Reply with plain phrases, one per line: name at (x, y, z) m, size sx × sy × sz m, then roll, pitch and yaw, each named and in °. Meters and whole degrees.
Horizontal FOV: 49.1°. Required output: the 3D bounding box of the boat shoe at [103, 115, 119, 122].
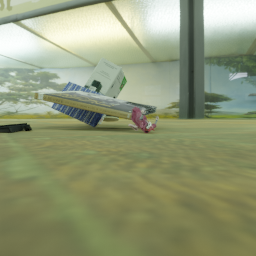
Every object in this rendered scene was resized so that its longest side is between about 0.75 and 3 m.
boat shoe at (-1.135, -0.548, 11.408) m, size 1.625 × 0.509 × 0.595 m, roll 4°, pitch -18°, yaw 16°

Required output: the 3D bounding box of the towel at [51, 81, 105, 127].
towel at (-1.495, -0.783, 9.116) m, size 1.626 × 1.178 × 0.194 m, roll 24°, pitch -25°, yaw 10°

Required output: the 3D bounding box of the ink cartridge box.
ink cartridge box at (-0.999, -1.271, 10.300) m, size 0.865 × 2.083 × 1.527 m, roll 31°, pitch -4°, yaw 11°

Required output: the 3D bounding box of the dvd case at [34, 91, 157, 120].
dvd case at (-0.788, -0.697, 7.662) m, size 2.747 × 0.219 × 2.043 m, roll 13°, pitch 13°, yaw 20°

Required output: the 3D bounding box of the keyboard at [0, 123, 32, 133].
keyboard at (-2.654, -0.014, 6.494) m, size 0.891 × 0.190 × 1.484 m, roll 0°, pitch 3°, yaw -4°

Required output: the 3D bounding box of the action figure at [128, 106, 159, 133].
action figure at (0.279, -0.100, 5.785) m, size 0.549 × 0.611 × 0.820 m, roll 28°, pitch 16°, yaw -32°
